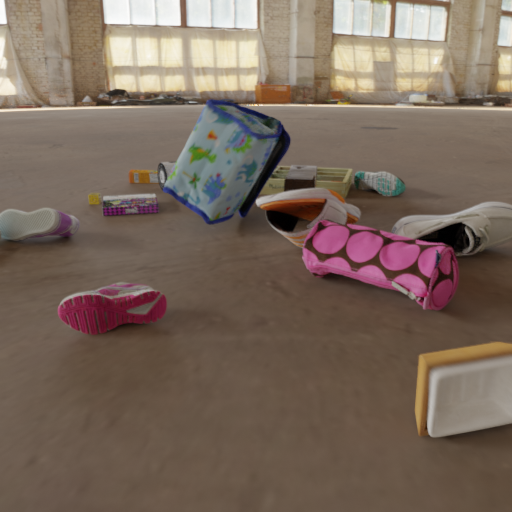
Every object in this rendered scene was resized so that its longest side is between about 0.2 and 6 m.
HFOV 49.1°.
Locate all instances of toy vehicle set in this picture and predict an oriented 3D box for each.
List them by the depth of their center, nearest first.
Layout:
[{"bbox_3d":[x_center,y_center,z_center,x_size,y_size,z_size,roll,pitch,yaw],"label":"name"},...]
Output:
[{"bbox_3d":[1.036,-2.226,16.520,3.420,0.453,2.125,4,20,12],"label":"toy vehicle set"}]

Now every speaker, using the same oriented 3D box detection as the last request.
[{"bbox_3d":[-1.774,-2.405,16.465,2.088,0.848,0.848,-10,22,-26],"label":"speaker"}]

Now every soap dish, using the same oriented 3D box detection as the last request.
[{"bbox_3d":[2.115,1.315,5.617,1.081,0.850,0.439,-7,22,-10],"label":"soap dish"}]

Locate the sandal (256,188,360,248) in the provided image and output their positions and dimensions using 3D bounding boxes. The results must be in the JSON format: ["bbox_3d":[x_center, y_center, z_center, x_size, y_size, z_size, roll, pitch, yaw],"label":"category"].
[{"bbox_3d":[1.292,-0.630,11.241,1.317,0.985,3.437,-7,-8,32],"label":"sandal"}]

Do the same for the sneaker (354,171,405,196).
[{"bbox_3d":[3.647,-2.120,15.973,0.802,0.682,1.759,-9,22,-34],"label":"sneaker"}]

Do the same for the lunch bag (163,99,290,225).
[{"bbox_3d":[-0.480,-2.139,12.850,1.751,2.336,2.748,37,21,9],"label":"lunch bag"}]

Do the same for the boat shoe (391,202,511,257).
[{"bbox_3d":[3.964,-0.419,10.639,2.662,0.958,0.875,-3,25,-8],"label":"boat shoe"}]

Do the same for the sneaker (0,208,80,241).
[{"bbox_3d":[-4.564,-0.600,11.858,1.804,0.654,1.028,1,-5,25],"label":"sneaker"}]

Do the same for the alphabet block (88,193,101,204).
[{"bbox_3d":[-4.247,-1.508,14.752,0.264,0.262,0.269,-2,20,0],"label":"alphabet block"}]

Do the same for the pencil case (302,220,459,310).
[{"bbox_3d":[1.900,0.119,8.990,2.461,1.117,1.153,14,53,40],"label":"pencil case"}]

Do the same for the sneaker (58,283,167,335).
[{"bbox_3d":[-2.061,0.714,7.989,1.467,0.597,0.647,-2,14,-24],"label":"sneaker"}]

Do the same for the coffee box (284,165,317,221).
[{"bbox_3d":[1.100,-1.569,13.788,0.712,1.021,1.786,4,21,8],"label":"coffee box"}]

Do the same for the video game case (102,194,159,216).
[{"bbox_3d":[-3.185,-1.304,14.176,1.359,0.243,1.231,-5,20,-13],"label":"video game case"}]

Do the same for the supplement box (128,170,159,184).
[{"bbox_3d":[-3.320,-2.436,17.244,1.139,0.392,0.379,3,22,1],"label":"supplement box"}]
